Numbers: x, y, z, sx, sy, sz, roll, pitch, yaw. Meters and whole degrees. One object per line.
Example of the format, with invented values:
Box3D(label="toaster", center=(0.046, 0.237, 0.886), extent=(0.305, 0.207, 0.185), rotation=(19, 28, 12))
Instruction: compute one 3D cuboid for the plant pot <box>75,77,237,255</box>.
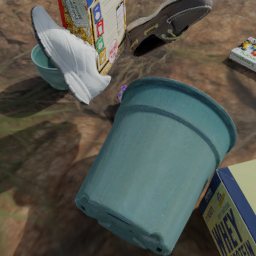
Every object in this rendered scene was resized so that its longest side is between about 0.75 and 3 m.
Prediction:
Box3D(label="plant pot", center=(0.487, 0.939, 6.299), extent=(2.970, 2.970, 2.908), rotation=(23, 63, 18))

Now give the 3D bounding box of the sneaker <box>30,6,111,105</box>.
Box3D(label="sneaker", center=(-1.192, -1.547, 5.787), extent=(0.937, 2.152, 0.802), rotation=(-35, 16, -6))

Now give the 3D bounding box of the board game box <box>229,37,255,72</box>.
Box3D(label="board game box", center=(5.155, -2.607, 10.619), extent=(1.358, 0.372, 2.151), rotation=(-37, 59, -25))

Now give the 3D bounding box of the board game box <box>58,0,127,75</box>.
Box3D(label="board game box", center=(-0.713, -2.741, 6.548), extent=(0.670, 2.896, 2.194), rotation=(13, 47, 15))

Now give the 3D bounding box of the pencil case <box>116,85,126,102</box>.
Box3D(label="pencil case", center=(0.207, -0.639, 8.807), extent=(0.666, 0.678, 1.587), rotation=(-23, 55, -7))

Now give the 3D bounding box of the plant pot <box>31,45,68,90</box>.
Box3D(label="plant pot", center=(-2.260, -2.097, 9.651), extent=(1.816, 1.217, 1.816), rotation=(1, 49, -1))

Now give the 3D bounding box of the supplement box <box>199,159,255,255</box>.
Box3D(label="supplement box", center=(3.379, 2.098, 5.815), extent=(2.688, 1.806, 2.690), rotation=(-12, 52, -9))

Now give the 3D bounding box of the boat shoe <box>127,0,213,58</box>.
Box3D(label="boat shoe", center=(0.961, -2.511, 7.022), extent=(1.001, 2.785, 0.829), rotation=(1, 86, -37))
